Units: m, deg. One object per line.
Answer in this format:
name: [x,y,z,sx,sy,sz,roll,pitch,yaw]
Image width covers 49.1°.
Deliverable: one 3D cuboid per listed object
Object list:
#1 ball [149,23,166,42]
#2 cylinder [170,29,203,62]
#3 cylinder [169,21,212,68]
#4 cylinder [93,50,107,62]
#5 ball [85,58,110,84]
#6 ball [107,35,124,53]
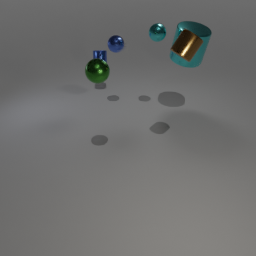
ball: [1.165,-3.769,11.067,0.700,0.700,0.700,0,31,0]
cylinder: [1.716,-2.412,8.193,0.700,0.700,0.700,31,16,-10]
cylinder: [2.542,-3.442,11.528,1.400,1.400,1.400,6,43,-5]
cylinder: [-1.427,-3.593,14.294,0.700,0.700,0.700,0,14,0]
ball: [-0.860,-1.602,7.878,0.700,0.700,0.700,0,31,0]
ball: [-0.501,-3.482,11.608,0.700,0.700,0.700,0,31,0]
